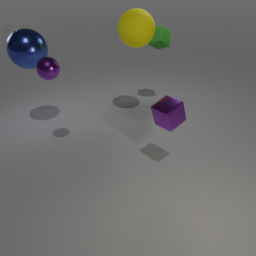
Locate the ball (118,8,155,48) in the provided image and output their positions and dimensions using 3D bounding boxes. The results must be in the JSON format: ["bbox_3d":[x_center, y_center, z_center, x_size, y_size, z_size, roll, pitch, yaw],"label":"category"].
[{"bbox_3d":[0.317,-3.745,10.535,1.400,1.400,1.400,0,30,0],"label":"ball"}]

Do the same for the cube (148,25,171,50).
[{"bbox_3d":[1.358,-3.920,12.165,0.700,0.700,0.700,-1,-9,43],"label":"cube"}]

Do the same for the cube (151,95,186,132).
[{"bbox_3d":[1.213,-0.440,8.348,0.700,0.700,0.700,-37,40,-22],"label":"cube"}]

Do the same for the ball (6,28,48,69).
[{"bbox_3d":[-3.571,-2.807,9.976,1.400,1.400,1.400,0,30,0],"label":"ball"}]

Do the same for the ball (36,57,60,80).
[{"bbox_3d":[-2.432,-1.809,8.528,0.700,0.700,0.700,0,30,0],"label":"ball"}]
